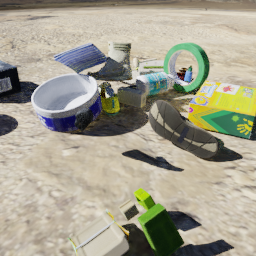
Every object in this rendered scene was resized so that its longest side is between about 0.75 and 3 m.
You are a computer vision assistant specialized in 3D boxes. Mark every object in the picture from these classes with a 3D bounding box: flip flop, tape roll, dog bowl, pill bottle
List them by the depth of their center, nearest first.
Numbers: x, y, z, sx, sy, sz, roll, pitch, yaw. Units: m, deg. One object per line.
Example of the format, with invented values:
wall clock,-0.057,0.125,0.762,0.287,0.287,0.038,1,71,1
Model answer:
flip flop,1.971,0.058,10.100,2.919,1.184,0.840,34,15,21
dog bowl,-2.509,-1.122,11.718,2.742,1.080,2.742,-5,42,5
pill bottle,1.409,-2.270,14.322,1.909,1.058,1.058,-15,33,-24
tape roll,2.947,-3.100,14.327,2.444,2.444,0.587,27,34,38

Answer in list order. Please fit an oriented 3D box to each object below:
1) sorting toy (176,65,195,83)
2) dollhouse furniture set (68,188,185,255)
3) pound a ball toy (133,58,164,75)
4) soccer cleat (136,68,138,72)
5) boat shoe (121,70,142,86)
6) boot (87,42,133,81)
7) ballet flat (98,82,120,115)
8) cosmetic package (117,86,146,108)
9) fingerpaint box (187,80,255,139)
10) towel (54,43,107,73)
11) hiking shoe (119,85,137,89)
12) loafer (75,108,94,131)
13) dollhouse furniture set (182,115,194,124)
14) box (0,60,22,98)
sorting toy,3.456,-2.857,15.153,2.074,0.851,1.246,16,5,28
dollhouse furniture set,-0.087,2.591,6.491,2.170,1.089,1.421,-31,18,-16
pound a ball toy,1.414,-3.376,16.116,2.249,0.955,1.467,-1,-5,-2
soccer cleat,0.710,-3.810,17.548,0.689,0.533,1.648,-18,34,-18
boat shoe,0.134,-2.828,15.841,0.876,1.014,2.792,33,4,-34
boot,-0.877,-3.043,12.833,2.270,1.755,0.818,4,14,21
ballet flat,-0.985,-1.638,13.309,0.972,0.975,2.909,-9,31,-13
cosmetic package,0.165,-1.480,13.319,1.361,0.716,0.484,19,33,27
fingerpaint box,4.112,-0.899,11.903,2.471,1.087,2.962,14,32,21
towel,-2.017,-3.095,12.656,1.821,0.300,2.515,-17,-5,11
hiking shoe,-0.088,-1.782,14.035,0.513,0.597,1.378,-8,6,-35
loafer,-1.343,-0.357,8.809,0.525,1.547,0.543,36,69,-5
dollhouse furniture set,1.774,0.089,11.036,1.233,0.804,1.164,36,60,0
box,-7.150,-2.569,14.504,2.604,1.394,1.933,23,37,34
